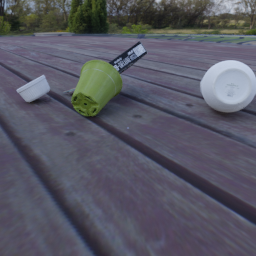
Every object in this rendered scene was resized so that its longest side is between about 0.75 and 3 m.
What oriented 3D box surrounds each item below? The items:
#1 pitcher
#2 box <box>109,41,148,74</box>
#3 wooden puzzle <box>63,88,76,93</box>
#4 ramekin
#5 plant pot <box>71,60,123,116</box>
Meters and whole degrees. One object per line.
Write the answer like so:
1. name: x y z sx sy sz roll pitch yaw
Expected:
1. pitcher: 3.388 -1.248 8.753 2.161 1.527 2.519 7 9 11
2. box: -0.485 -2.122 10.084 2.103 0.523 1.659 -40 10 -22
3. wooden puzzle: -1.993 -1.514 10.798 1.100 0.077 0.652 -15 13 12
4. ramekin: -3.271 -1.355 9.837 1.080 0.567 1.080 -26 19 10
5. plant pot: -1.058 -1.098 8.585 1.447 1.447 1.374 7 46 17
